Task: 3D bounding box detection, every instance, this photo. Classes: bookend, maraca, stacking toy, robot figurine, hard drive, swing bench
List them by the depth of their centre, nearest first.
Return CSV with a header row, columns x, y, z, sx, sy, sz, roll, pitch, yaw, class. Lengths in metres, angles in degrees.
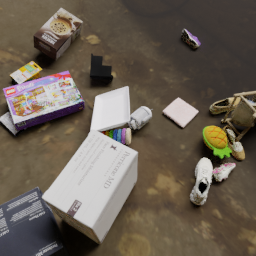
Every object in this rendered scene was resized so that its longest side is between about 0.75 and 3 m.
x,y,z,sx,sy,sz,roll,pitch,yaw,class
3.377,0.521,10.647,0.977,0.762,1.425,-7,58,-21,maraca
4.856,-0.680,10.793,1.792,1.782,1.163,-24,61,-15,swing bench
-0.658,0.324,10.936,1.514,0.646,0.646,0,58,8,stacking toy
0.500,-0.420,11.278,1.160,0.655,0.984,-41,32,-24,robot figurine
-4.623,-0.250,11.456,1.127,0.213,0.788,38,65,22,hard drive
-1.168,-2.740,12.576,1.034,0.479,1.040,2,81,-6,bookend

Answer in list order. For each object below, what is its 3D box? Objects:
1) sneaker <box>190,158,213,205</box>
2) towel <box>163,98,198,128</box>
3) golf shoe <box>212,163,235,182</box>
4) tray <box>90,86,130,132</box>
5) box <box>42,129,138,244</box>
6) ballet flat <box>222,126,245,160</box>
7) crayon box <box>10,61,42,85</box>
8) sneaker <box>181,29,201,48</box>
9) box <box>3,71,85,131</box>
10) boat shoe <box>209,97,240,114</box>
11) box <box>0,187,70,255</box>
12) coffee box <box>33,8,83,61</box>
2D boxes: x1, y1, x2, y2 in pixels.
x,y,z,sx,sy,sz,roll,pitch,yaw,class
2.680,1.796,9.888,0.665,0.718,1.770,13,58,10,sneaker
2.196,-0.658,11.729,1.120,0.181,1.070,39,65,22,towel
3.536,1.602,10.250,1.058,0.398,0.484,-19,96,-25,golf shoe
-0.624,-0.718,10.965,1.507,0.311,2.806,-15,32,8,tray
-0.979,1.879,8.732,1.657,2.535,2.521,26,62,15,box
4.058,0.550,10.805,0.501,0.460,1.459,-18,60,-11,ballet flat
-4.594,-2.433,12.751,0.785,0.322,1.249,40,66,22,crayon box
3.145,-4.473,14.033,0.512,0.495,1.228,-24,69,-31,sneaker
-3.492,-1.210,11.709,2.860,0.559,1.957,-20,59,-18,box
4.171,-1.013,11.709,1.524,0.580,0.546,-21,60,-13,boat shoe
-3.311,3.407,8.484,2.352,1.224,2.141,-25,57,-16,box
-3.357,-4.533,13.532,1.283,0.906,2.270,32,62,-3,coffee box
